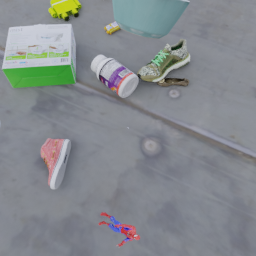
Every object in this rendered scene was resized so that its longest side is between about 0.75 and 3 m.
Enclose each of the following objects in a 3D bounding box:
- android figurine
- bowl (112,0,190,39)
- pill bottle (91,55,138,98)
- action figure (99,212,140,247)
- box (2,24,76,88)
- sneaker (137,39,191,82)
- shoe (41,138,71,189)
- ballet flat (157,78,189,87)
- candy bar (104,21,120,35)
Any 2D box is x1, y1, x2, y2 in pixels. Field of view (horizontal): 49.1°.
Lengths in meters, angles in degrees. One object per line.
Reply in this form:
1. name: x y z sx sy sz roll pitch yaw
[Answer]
1. android figurine: -2.767 -5.266 12.178 1.391 0.314 1.528 -29 65 -15
2. bowl: 0.391 -2.705 6.503 1.845 0.965 1.845 14 28 -7
3. pill bottle: -0.511 -1.872 9.859 1.648 0.918 0.918 40 67 21
4. action figure: -0.274 2.231 6.154 1.135 0.562 0.370 12 94 36
5. box: -3.130 -2.663 10.192 2.317 1.120 2.045 -5 60 -3
6. sneaker: 1.256 -2.522 10.090 2.355 1.044 0.906 -33 51 -19
7. shoe: -2.274 1.032 8.400 0.751 0.590 1.651 6 55 5
8. ballet flat: 1.629 -1.691 10.123 1.177 0.273 0.396 3 59 2
9. candy bar: -0.116 -4.478 11.772 2.008 0.222 0.501 -33 65 -17
